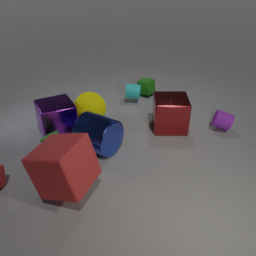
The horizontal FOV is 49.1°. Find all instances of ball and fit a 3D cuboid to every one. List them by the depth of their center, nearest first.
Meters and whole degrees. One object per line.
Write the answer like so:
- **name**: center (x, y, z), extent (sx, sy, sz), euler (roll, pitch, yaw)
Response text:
- **ball**: center (-1.660, -0.868, 12.190), extent (1.400, 1.400, 1.400), euler (0, 31, 0)

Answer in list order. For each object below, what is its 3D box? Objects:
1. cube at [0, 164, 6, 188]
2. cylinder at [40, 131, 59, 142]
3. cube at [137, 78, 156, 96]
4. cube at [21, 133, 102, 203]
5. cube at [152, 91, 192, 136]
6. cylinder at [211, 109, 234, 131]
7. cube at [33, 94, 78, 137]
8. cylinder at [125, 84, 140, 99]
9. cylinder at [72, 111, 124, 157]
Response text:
- **cube**: center (-4.330, 1.547, 8.683), extent (0.700, 0.700, 0.700), euler (8, 21, 15)
- **cylinder**: center (-2.727, 0.567, 10.258), extent (0.700, 0.700, 0.700), euler (-26, 14, 7)
- **cube**: center (0.960, -2.187, 14.791), extent (0.700, 0.700, 0.700), euler (13, 32, 36)
- **cube**: center (-1.828, 1.087, 7.997), extent (1.400, 1.400, 1.400), euler (-2, 29, 28)
- **cube**: center (1.787, -0.627, 11.753), extent (1.400, 1.400, 1.400), euler (0, 32, 1)
- **cylinder**: center (3.956, -0.334, 11.707), extent (0.700, 0.700, 0.700), euler (21, 34, 3)
- **cube**: center (-2.906, -0.401, 11.419), extent (1.400, 1.400, 1.400), euler (-15, 34, -23)
- **cylinder**: center (0.233, -1.838, 13.979), extent (0.700, 0.700, 0.700), euler (6, 31, -3)
- **cylinder**: center (-1.099, 0.211, 10.388), extent (1.400, 1.400, 1.400), euler (19, 36, 29)
